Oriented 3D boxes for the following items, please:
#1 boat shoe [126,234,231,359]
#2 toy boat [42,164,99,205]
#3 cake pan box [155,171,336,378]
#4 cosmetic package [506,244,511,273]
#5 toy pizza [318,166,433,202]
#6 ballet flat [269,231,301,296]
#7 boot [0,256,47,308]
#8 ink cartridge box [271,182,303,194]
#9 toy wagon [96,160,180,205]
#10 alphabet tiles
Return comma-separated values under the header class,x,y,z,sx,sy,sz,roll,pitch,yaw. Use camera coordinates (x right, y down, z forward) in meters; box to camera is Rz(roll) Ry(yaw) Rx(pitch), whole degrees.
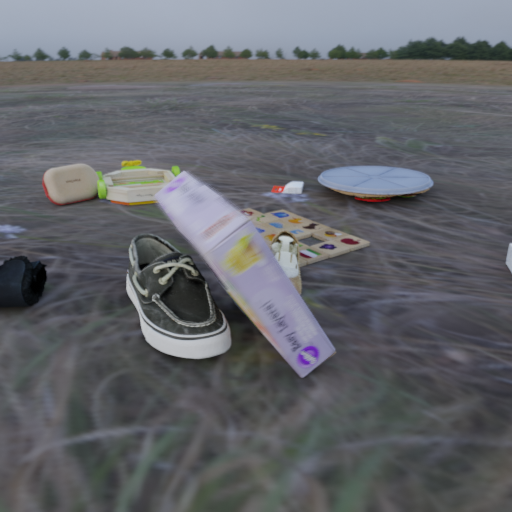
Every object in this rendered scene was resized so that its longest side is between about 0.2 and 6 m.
class,x,y,z,sx,sy,sz,roll,pitch,yaw
boat shoe,-1.151,0.422,7.304,0.964,0.868,2.727,-10,24,-27
toy boat,-4.246,-1.573,12.774,1.292,0.843,0.845,-18,-2,-38
cake pan box,-0.199,0.133,6.570,0.577,2.031,2.206,-37,32,-8
cosmetic package,4.757,0.233,8.472,1.574,0.407,1.187,4,24,9
toy pizza,2.809,-1.695,13.335,2.671,0.423,2.671,0,20,0
ballet flat,0.385,0.107,8.378,0.617,0.572,1.751,4,26,-2
boot,-3.763,0.482,7.382,1.546,0.703,1.840,-3,15,3
ink cartridge box,0.766,-1.676,13.622,0.734,0.174,0.588,4,22,7
toy wagon,-2.818,-1.815,13.523,2.028,0.517,2.613,-7,22,-17
alphabet tiles,0.142,-0.373,10.416,2.510,0.113,3.003,-16,26,-33
